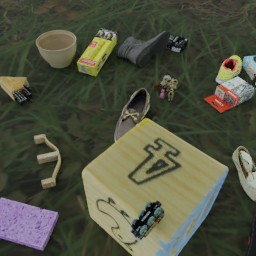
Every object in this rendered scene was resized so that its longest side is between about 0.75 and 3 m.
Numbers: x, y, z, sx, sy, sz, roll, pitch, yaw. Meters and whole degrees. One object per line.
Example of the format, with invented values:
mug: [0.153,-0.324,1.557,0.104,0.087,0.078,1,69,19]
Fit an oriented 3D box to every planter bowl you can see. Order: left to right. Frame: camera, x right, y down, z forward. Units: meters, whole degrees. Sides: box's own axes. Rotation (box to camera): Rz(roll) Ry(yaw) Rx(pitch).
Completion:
planter bowl: [-3.306,-3.656,13.364,1.822,1.226,1.822,0,48,0]

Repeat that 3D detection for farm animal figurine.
farm animal figurine: [1.727,-1.814,12.079,1.194,0.630,1.208,-33,55,-26]

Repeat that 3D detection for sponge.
sponge: [-3.102,2.753,8.136,1.908,0.285,1.064,11,49,10]

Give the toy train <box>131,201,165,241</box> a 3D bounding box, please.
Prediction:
toy train: [0.386,1.808,5.442,0.357,0.478,0.839,23,57,38]

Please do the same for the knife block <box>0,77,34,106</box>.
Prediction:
knife block: [-4.827,-1.530,11.878,1.659,0.531,1.456,2,46,1]

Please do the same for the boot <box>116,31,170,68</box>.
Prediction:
boot: [0.747,-4.233,13.939,1.733,0.919,2.633,34,63,28]

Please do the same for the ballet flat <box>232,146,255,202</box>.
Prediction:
ballet flat: [3.929,1.457,9.092,0.677,0.625,2.006,-8,48,-7]

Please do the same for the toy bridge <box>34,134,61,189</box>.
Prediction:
toy bridge: [-2.741,1.021,9.711,0.752,0.305,2.238,-12,49,-15]

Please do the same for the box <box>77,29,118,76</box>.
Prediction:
box: [-1.432,-3.681,13.495,0.959,0.639,2.549,20,61,14]

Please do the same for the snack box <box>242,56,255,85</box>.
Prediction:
snack box: [6.516,-2.288,12.581,1.654,0.528,2.847,-6,48,-5]

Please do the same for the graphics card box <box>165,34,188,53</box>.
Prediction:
graphics card box: [2.295,-4.487,14.694,1.500,0.382,0.941,20,51,19]

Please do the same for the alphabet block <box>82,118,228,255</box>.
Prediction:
alphabet block: [0.660,1.784,7.510,2.621,2.560,2.574,33,53,27]

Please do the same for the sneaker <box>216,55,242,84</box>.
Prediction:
sneaker: [4.746,-2.848,12.807,0.828,0.957,2.120,22,50,20]

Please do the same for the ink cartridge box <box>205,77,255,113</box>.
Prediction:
ink cartridge box: [4.305,-1.435,11.821,1.924,0.485,1.048,-25,52,-22]

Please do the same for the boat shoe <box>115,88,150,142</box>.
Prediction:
boat shoe: [0.182,-0.473,10.736,0.961,0.796,2.675,17,50,15]

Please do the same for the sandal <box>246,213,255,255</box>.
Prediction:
sandal: [3.734,3.162,7.685,0.946,0.567,2.518,22,66,26]
